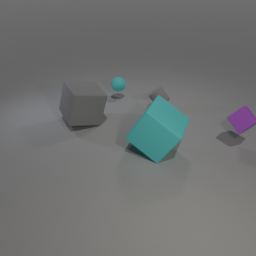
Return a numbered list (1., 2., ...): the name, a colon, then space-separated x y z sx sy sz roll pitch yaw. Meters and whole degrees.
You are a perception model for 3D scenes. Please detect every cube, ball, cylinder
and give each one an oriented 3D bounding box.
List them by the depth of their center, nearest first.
1. cube: 1.018 0.028 9.538 1.400 1.400 1.400 38 36 0
2. cube: 4.017 -0.287 9.780 0.700 0.700 0.700 -5 60 -59
3. cube: -1.854 -1.031 11.394 1.400 1.400 1.400 -3 34 -31
4. cylinder: 1.402 -1.383 12.563 0.700 0.700 0.700 -38 8 6
5. ball: -0.465 -2.110 13.535 0.700 0.700 0.700 0 30 0
